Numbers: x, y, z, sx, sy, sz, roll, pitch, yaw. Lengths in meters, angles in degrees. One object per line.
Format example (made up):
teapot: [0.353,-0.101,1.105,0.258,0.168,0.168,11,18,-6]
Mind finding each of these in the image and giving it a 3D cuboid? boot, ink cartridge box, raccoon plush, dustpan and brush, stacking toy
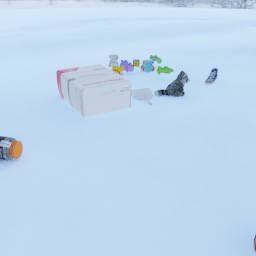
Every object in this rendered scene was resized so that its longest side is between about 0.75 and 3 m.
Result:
boot: [3.058,-1.887,10.284,0.367,0.456,1.009,13,30,24]
ink cartridge box: [-1.077,-1.202,8.481,1.572,0.888,2.146,-14,31,-26]
raccoon plush: [1.451,-1.428,9.050,1.157,0.776,0.560,-11,29,-20]
dustpan and brush: [0.540,-0.971,8.787,0.733,0.300,1.050,-10,22,-15]
stacking toy: [0.405,-2.485,11.416,2.489,0.585,1.877,-2,29,-8]

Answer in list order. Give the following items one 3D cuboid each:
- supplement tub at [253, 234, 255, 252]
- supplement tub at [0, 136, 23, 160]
supplement tub: [2.493,1.531,3.133,0.987,0.987,1.845,-23,36,-37]
supplement tub: [-2.643,0.408,5.826,0.794,0.486,0.486,6,28,12]
